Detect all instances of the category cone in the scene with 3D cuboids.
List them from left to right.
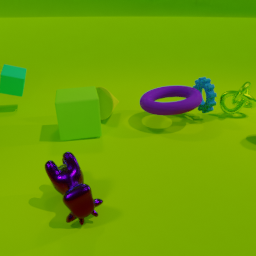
[{"bbox_3d":[-0.617,-0.868,9.531,1.076,1.076,1.080,15,16,31],"label":"cone"}]

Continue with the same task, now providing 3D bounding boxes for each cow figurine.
[{"bbox_3d":[-1.049,1.130,5.299,0.732,1.312,1.333,-27,-6,-17],"label":"cow figurine"}]

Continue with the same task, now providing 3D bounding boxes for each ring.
[{"bbox_3d":[1.357,-0.915,8.967,1.986,0.397,1.986,-7,25,3],"label":"ring"}]

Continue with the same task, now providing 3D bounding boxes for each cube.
[{"bbox_3d":[-4.081,-1.683,9.946,0.766,0.766,0.766,9,37,-20],"label":"cube"},{"bbox_3d":[-1.458,-0.460,8.287,1.186,1.186,1.186,-6,27,-9],"label":"cube"}]

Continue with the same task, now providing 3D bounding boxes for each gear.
[{"bbox_3d":[2.506,-1.078,9.237,0.214,1.157,1.157,-11,26,-13],"label":"gear"}]

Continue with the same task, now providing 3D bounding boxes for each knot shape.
[{"bbox_3d":[3.860,-0.943,9.541,1.174,1.255,0.580,22,41,-27],"label":"knot shape"}]
